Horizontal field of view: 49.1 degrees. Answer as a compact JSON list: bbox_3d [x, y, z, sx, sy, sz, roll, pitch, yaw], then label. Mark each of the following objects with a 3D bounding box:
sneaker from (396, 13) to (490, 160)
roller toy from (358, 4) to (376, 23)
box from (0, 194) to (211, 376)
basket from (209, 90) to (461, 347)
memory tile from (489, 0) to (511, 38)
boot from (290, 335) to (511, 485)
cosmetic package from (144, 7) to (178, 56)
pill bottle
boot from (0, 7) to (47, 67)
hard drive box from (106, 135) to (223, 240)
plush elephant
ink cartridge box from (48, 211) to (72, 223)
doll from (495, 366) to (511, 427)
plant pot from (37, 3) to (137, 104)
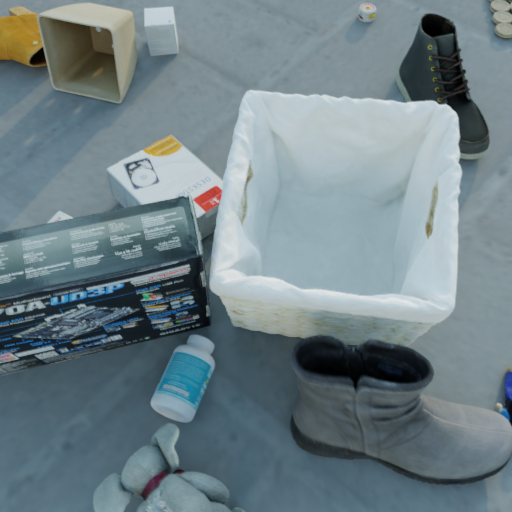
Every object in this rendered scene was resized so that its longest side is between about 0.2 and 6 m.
[{"bbox_3d":[3.483,-3.115,10.306,1.029,1.461,2.751,-18,59,-11],"label":"sneaker"},{"bbox_3d":[2.469,-5.420,12.474,0.376,0.288,0.412,11,58,7],"label":"roller toy"},{"bbox_3d":[-2.375,0.561,7.122,3.541,2.815,0.815,-13,68,-7],"label":"box"},{"bbox_3d":[1.083,-0.381,7.776,2.906,2.337,2.880,6,69,6],"label":"basket"},{"bbox_3d":[5.923,-5.394,12.546,1.323,0.145,1.726,5,57,3],"label":"memory tile"},{"bbox_3d":[1.873,1.871,6.773,3.001,1.976,1.047,3,49,1],"label":"boot"},{"bbox_3d":[-1.987,-4.703,11.749,0.616,0.736,0.612,-5,58,-3],"label":"cosmetic package"},{"bbox_3d":[-0.963,1.672,7.759,0.620,0.620,1.118,17,60,11],"label":"pill bottle"},{"bbox_3d":[-5.161,-4.279,11.402,1.723,0.847,2.407,39,60,25],"label":"boot"},{"bbox_3d":[-1.401,-1.039,9.390,1.379,0.679,1.769,-36,65,-26],"label":"hard drive box"},{"bbox_3d":[-1.118,2.853,6.672,1.367,1.660,1.286,-33,45,-12],"label":"plush elephant"},{"bbox_3d":[-2.896,-0.045,8.914,1.233,0.512,0.904,25,61,15],"label":"ink cartridge box"},{"bbox_3d":[3.673,2.100,7.702,0.753,0.267,1.104,12,58,9],"label":"doll"},{"bbox_3d":[-3.142,-4.149,11.052,1.528,1.526,1.353,14,47,8],"label":"plant pot"}]
